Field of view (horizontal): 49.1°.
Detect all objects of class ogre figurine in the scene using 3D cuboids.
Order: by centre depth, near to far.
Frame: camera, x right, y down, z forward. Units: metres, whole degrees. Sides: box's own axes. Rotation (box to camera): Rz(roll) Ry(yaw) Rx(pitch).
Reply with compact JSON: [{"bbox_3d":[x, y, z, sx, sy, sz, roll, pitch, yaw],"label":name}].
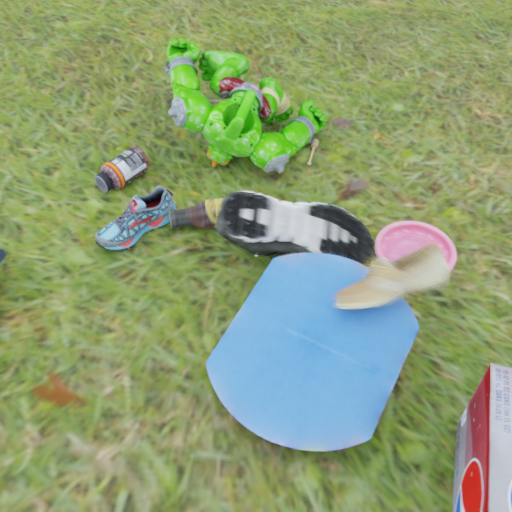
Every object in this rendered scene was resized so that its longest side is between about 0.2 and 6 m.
[{"bbox_3d":[-0.379,-2.989,11.477,3.546,1.740,2.126,38,50,-26],"label":"ogre figurine"}]

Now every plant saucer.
[{"bbox_3d":[2.770,-0.024,9.850,1.390,0.352,1.390,0,47,0],"label":"plant saucer"}]

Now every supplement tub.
[{"bbox_3d":[-2.702,-1.704,11.211,0.576,0.576,1.078,32,56,25],"label":"supplement tub"}]

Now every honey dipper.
[{"bbox_3d":[1.200,-2.188,11.950,0.149,0.149,0.786,10,53,9],"label":"honey dipper"}]

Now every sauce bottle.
[{"bbox_3d":[-0.748,-0.776,10.393,1.701,0.561,0.561,-9,49,-8],"label":"sauce bottle"}]

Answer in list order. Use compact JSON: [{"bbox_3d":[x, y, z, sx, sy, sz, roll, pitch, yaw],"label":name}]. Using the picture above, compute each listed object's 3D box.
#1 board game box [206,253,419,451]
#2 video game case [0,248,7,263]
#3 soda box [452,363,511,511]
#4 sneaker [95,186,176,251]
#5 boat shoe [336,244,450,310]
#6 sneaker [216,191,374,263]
[{"bbox_3d":[0.876,1.425,8.407,2.507,0.618,3.173,23,59,18],"label":"board game box"},{"bbox_3d":[-4.889,0.747,8.758,1.411,0.187,1.975,-14,38,34],"label":"video game case"},{"bbox_3d":[2.875,3.634,5.660,1.536,1.696,4.843,12,49,11],"label":"soda box"},{"bbox_3d":[-2.247,-0.757,10.203,1.671,0.798,0.663,-36,57,-28],"label":"sneaker"},{"bbox_3d":[1.940,0.285,8.231,1.718,0.570,0.636,-20,16,-2],"label":"boat shoe"},{"bbox_3d":[0.600,-0.423,9.760,2.908,1.316,0.966,11,79,-19],"label":"sneaker"}]
